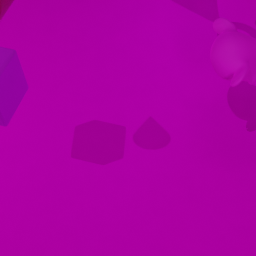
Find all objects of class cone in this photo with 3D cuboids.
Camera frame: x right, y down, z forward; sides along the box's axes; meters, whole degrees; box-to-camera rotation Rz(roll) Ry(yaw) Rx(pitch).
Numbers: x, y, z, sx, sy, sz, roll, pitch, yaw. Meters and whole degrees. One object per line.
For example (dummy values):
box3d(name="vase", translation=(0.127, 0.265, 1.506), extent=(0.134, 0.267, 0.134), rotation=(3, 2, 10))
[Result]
box3d(name="cone", translation=(-1.610, -1.566, 3.342), extent=(0.870, 0.870, 0.873), rotation=(24, 32, 8))

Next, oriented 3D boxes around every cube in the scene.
box3d(name="cube", translation=(-2.271, -0.703, 4.452), extent=(0.898, 0.898, 0.898), rotation=(13, 57, 4))

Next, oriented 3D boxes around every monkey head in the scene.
box3d(name="monkey head", translation=(2.295, -1.538, 5.518), extent=(1.074, 1.282, 1.782), rotation=(16, 54, -28))
